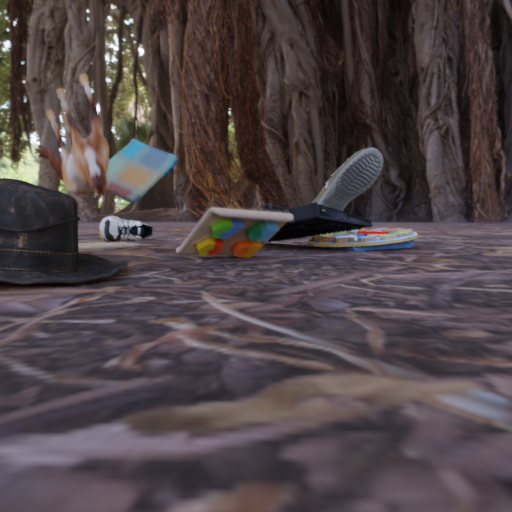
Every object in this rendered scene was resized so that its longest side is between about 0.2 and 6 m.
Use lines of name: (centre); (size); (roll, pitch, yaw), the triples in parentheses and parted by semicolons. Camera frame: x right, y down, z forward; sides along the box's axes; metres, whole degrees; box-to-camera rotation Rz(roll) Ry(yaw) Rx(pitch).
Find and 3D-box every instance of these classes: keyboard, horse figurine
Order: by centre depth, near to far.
horse figurine: (-2.684, -1.550, 8.453); (0.628, 1.666, 2.514); (-18, 2, -31)
keyboard: (0.606, -0.487, 13.311); (2.240, 0.853, 4.304); (13, -10, -26)

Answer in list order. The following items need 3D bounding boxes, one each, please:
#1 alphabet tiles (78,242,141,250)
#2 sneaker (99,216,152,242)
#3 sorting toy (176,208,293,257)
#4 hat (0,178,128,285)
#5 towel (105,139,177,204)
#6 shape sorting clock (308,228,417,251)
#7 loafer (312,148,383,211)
alphabet tiles: (-4.195, -0.258, 14.163); (2.252, 0.071, 1.874); (-4, 5, -39)
sneaker: (-3.896, -0.820, 16.977); (0.891, 0.769, 2.032); (2, 6, 22)
sorting toy: (-0.404, -0.343, 10.177); (1.633, 0.322, 1.764); (2, -24, -31)
hat: (-3.519, -0.404, 7.556); (3.556, 1.435, 3.556); (0, 6, 0)
towel: (-2.469, -1.751, 11.358); (1.160, 0.172, 1.581); (24, 50, 13)
shape sorting clock: (2.598, -0.463, 13.768); (2.627, 0.515, 2.627); (-1, 5, 0)
loafer: (2.073, -1.751, 13.730); (0.893, 2.376, 0.828); (37, 16, -27)
